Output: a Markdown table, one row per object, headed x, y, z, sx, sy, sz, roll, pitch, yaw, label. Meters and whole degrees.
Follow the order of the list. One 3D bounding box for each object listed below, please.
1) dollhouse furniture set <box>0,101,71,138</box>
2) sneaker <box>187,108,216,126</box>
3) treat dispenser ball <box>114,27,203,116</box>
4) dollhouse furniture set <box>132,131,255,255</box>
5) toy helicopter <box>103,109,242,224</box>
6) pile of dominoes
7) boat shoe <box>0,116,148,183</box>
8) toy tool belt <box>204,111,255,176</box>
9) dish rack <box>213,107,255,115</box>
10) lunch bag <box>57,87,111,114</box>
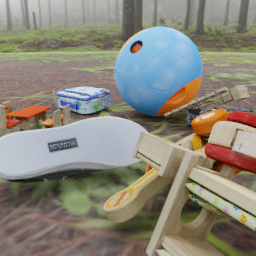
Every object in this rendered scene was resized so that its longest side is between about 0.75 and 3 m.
| x | y | z | sx | sy | sz | roll | pitch | yaw | label |
| --- | --- | --- | --- | --- | --- | --- | --- | --- | --- |
| -2.775 | -0.321 | 7.358 | 1.996 | 1.028 | 1.975 | 5 | 19 | 13 | dollhouse furniture set |
| 2.070 | -0.189 | 7.728 | 0.902 | 0.598 | 1.585 | 4 | 13 | 13 | sneaker |
| 0.943 | -1.743 | 8.830 | 2.736 | 2.736 | 2.736 | 0 | 18 | 0 | treat dispenser ball |
| 1.322 | 1.208 | 3.296 | 2.089 | 1.313 | 2.362 | 20 | 3 | -31 | dollhouse furniture set |
| 0.556 | 0.631 | 4.404 | 2.414 | 0.952 | 1.596 | -31 | 12 | -31 | toy helicopter |
| 2.235 | -0.608 | 8.053 | 1.776 | 0.363 | 2.279 | -11 | -10 | -45 | pile of dominoes |
| -0.971 | 0.497 | 5.183 | 2.889 | 1.010 | 0.957 | -10 | -18 | -26 | boat shoe |
| 2.513 | -0.029 | 3.685 | 2.982 | 1.832 | 1.862 | 21 | -3 | -18 | toy tool belt |
| 3.226 | -0.284 | 8.228 | 1.323 | 0.471 | 1.725 | 3 | 17 | 3 | dish rack |
| -1.597 | -1.019 | 10.007 | 1.760 | 0.726 | 1.415 | 15 | 26 | 40 | lunch bag |
